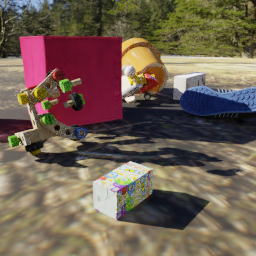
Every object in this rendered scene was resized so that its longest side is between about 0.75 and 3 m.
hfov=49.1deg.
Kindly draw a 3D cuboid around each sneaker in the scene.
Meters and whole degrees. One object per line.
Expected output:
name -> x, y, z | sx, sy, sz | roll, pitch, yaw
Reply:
sneaker -> 3.177, -0.761, 9.151 | 2.978, 1.044, 1.160 | 8, -5, 44

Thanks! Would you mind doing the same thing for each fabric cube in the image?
fabric cube -> -1.838, -1.619, 9.041 | 2.507, 2.547, 2.555 | -11, 20, -31

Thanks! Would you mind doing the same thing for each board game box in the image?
board game box -> -0.054, 0.920, 4.283 | 0.461, 0.470, 0.896 | 14, 23, 35

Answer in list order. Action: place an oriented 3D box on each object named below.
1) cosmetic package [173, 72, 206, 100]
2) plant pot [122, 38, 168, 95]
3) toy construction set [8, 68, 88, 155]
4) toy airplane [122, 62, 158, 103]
cosmetic package -> 2.837, -1.935, 12.659 | 0.613, 0.999, 2.419 | 10, 21, 33
plant pot -> 0.734, -2.772, 13.495 | 2.506, 2.506, 2.294 | -7, 34, -21
toy construction set -> -2.096, -0.383, 6.384 | 1.631, 1.770, 2.122 | -25, 38, -26
toy airplane -> -0.040, -1.881, 11.640 | 2.079, 1.467, 2.070 | 24, 46, 27
